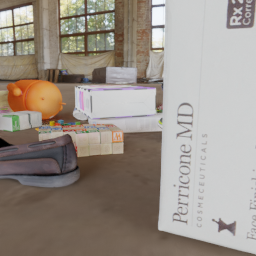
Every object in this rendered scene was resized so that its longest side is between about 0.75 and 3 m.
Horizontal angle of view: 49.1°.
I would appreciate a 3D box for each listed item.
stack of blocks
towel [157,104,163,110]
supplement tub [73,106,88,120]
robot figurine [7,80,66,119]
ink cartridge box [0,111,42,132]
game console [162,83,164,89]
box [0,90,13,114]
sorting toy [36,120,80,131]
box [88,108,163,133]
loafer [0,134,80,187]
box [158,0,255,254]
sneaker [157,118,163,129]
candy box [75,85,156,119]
[{"bbox_3d":[-1.024,0.250,5.991,1.674,0.490,0.964,-3,11,-16],"label":"stack of blocks"},{"bbox_3d":[1.375,-0.788,8.447,0.929,0.147,1.289,-26,4,-2],"label":"towel"},{"bbox_3d":[-1.567,-0.748,9.865,0.556,0.842,0.556,8,-31,5],"label":"supplement tub"},{"bbox_3d":[-3.453,-1.061,10.341,2.467,1.774,1.438,9,44,38],"label":"robot figurine"},{"bbox_3d":[-3.318,-0.231,8.564,0.817,0.463,1.114,7,13,32],"label":"ink cartridge box"},{"bbox_3d":[2.939,-1.583,13.675,1.296,1.869,2.190,-25,-7,38],"label":"game console"},{"bbox_3d":[-4.853,-1.053,11.421,0.862,0.981,0.474,-9,10,-38],"label":"box"},{"bbox_3d":[-2.124,-0.107,8.639,0.809,0.196,1.436,10,15,41],"label":"sorting toy"},{"bbox_3d":[0.118,-0.273,8.726,2.680,0.487,1.934,-1,11,-10],"label":"box"},{"bbox_3d":[-1.925,0.404,4.455,2.441,0.769,0.877,2,11,13],"label":"loafer"},{"bbox_3d":[1.474,-0.216,3.338,1.576,2.399,2.411,5,12,24],"label":"box"},{"bbox_3d":[1.204,-0.071,7.009,0.537,0.588,1.453,40,0,-20],"label":"sneaker"},{"bbox_3d":[-0.479,-0.853,8.428,1.865,0.795,2.223,-5,12,-21],"label":"candy box"}]
